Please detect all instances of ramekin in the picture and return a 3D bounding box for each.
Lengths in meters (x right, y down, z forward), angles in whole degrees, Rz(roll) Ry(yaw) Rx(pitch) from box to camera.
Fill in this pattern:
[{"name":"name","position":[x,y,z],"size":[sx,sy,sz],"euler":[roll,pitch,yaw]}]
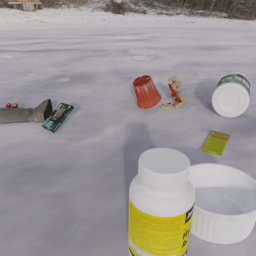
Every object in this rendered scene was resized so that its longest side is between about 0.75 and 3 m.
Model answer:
[{"name":"ramekin","position":[2.194,1.839,6.944],"size":[2.056,1.002,2.056],"euler":[0,25,0]}]

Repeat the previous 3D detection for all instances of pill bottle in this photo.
[{"name":"pill bottle","position":[0.662,1.659,5.734],"size":[1.314,2.362,1.314],"euler":[0,26,0]},{"name":"pill bottle","position":[5.116,-1.752,13.716],"size":[1.643,1.643,2.905],"euler":[10,27,20]}]

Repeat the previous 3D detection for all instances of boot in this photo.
[{"name":"boot","position":[-4.714,-0.741,12.795],"size":[2.211,0.802,2.011],"euler":[-6,23,3]}]

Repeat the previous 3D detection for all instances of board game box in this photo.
[{"name":"board game box","position":[-2.900,-0.449,11.547],"size":[0.904,0.188,1.337],"euler":[19,66,46]}]

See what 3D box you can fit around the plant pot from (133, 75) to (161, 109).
[{"name":"plant pot","position":[0.819,-1.745,13.155],"size":[1.225,1.192,1.225],"euler":[-16,39,13]}]

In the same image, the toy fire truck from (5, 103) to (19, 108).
[{"name":"toy fire truck","position":[-5.507,-0.799,13.205],"size":[0.778,0.436,0.654],"euler":[2,44,7]}]

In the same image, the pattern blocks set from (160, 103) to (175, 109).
[{"name":"pattern blocks set","position":[1.993,-1.110,14.187],"size":[0.807,0.065,0.710],"euler":[-13,28,-26]}]

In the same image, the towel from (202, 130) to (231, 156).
[{"name":"towel","position":[3.379,0.534,10.659],"size":[0.748,0.157,1.737],"euler":[12,28,25]}]

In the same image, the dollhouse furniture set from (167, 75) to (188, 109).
[{"name":"dollhouse furniture set","position":[2.383,-1.683,14.063],"size":[0.720,1.397,1.382],"euler":[-26,59,-3]}]
